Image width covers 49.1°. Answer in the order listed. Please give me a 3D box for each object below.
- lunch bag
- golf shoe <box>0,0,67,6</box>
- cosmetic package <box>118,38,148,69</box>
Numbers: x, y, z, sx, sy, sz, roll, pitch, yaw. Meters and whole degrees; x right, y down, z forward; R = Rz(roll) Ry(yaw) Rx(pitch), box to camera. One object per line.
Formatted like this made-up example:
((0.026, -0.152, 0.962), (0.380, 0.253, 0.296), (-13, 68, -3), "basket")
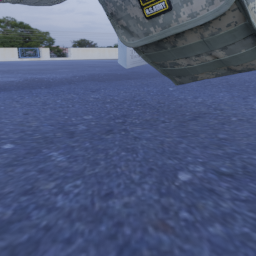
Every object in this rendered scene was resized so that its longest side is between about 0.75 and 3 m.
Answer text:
((1.065, -2.168, 4.829), (2.991, 1.759, 2.453), (29, -21, -38), "lunch bag")
((-0.880, -2.129, 3.718), (2.307, 0.869, 1.056), (2, 10, 22), "golf shoe")
((0.913, -3.211, 9.256), (2.597, 1.958, 0.671), (-19, 38, -24), "cosmetic package")
